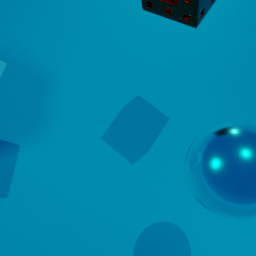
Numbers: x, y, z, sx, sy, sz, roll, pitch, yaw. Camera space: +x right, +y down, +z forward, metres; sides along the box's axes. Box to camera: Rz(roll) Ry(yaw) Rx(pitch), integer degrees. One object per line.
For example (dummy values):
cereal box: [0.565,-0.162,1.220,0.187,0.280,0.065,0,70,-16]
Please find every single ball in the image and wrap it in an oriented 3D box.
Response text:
ball: [1.401,0.548,3.735,1.284,1.284,1.284,0,73,0]

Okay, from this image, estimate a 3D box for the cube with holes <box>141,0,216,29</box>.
cube with holes: [0.883,-2.480,4.408,1.058,1.058,1.058,29,73,22]

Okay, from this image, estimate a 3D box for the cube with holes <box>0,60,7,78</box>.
cube with holes: [-3.126,-0.720,4.992,1.191,1.191,1.191,28,48,-28]
